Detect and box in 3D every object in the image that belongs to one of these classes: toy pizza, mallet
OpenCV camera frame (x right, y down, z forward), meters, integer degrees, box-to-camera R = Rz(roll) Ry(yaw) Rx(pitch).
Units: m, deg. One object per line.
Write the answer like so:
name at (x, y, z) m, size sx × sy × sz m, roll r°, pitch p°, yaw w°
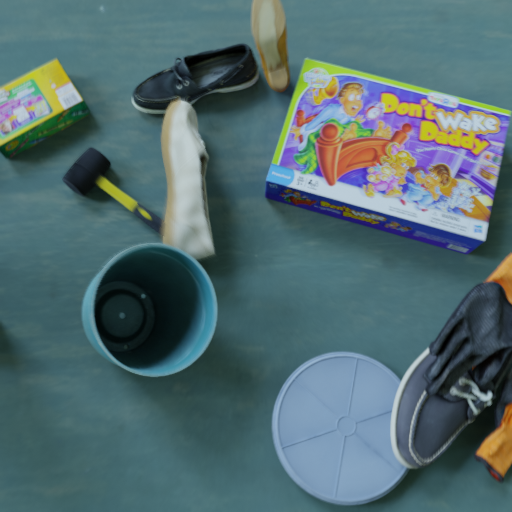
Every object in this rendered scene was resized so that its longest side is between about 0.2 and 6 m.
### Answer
toy pizza at (1.406, 2.706, 8.921) m, size 2.302 × 0.365 × 2.302 m, roll 0°, pitch 73°, yaw 0°
mallet at (-2.313, -0.824, 9.891) m, size 2.555 × 0.526 × 0.841 m, roll 43°, pitch 78°, yaw 7°

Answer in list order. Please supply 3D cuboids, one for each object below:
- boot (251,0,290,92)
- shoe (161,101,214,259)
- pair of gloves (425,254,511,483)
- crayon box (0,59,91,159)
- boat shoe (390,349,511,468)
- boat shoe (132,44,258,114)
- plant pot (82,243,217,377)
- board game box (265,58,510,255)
boot at (0.250, -3.792, 10.055) m, size 0.593 × 1.207 × 1.686 m, roll -11°, pitch 106°, yaw 1°
shoe at (-1.116, -1.313, 9.640) m, size 0.789 × 1.034 × 2.958 m, roll -4°, pitch 73°, yaw 9°
pair of gloves at (3.821, 1.703, 8.473) m, size 2.618 × 0.363 × 2.939 m, roll -45°, pitch 111°, yaw -15°
crayon box at (-4.140, -2.717, 10.351) m, size 1.778 × 0.518 × 1.056 m, roll -32°, pitch 77°, yaw -8°
boat shoe at (3.153, 1.875, 8.597) m, size 1.134 × 0.979 × 3.122 m, roll 43°, pitch 71°, yaw -12°
boat shoe at (-1.149, -3.346, 10.355) m, size 2.461 × 0.816 × 0.920 m, roll -12°, pitch 71°, yaw -4°
plant pot at (-1.802, 0.866, 8.555) m, size 1.863 × 1.750 × 1.863 m, roll 6°, pitch 79°, yaw -29°
board game box at (2.287, -1.781, 9.926) m, size 3.733 × 0.836 × 2.510 m, roll 16°, pitch 75°, yaw 4°
